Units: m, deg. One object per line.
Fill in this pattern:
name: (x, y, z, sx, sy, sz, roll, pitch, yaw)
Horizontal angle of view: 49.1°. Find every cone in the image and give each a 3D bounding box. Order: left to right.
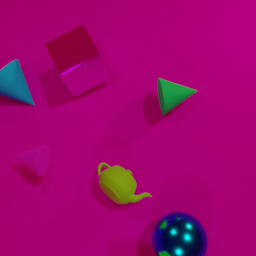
cone: (-3.419, -1.179, 8.732, 1.338, 1.333, 1.333, 46, 77, -15)
cone: (-2.755, 0.834, 7.709, 0.892, 0.889, 0.889, 7, 74, 5)
cone: (1.531, -1.027, 8.407, 1.119, 1.115, 1.115, -9, 74, 0)

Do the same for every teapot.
teapot: (-0.182, 1.535, 7.712, 1.767, 1.099, 0.865, 34, 62, 25)

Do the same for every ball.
ball: (1.309, 2.852, 7.123, 1.400, 1.400, 1.400, 0, 73, 0)

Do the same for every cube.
cube: (-1.497, -1.998, 8.486, 1.301, 1.301, 1.301, -28, 68, -2)
